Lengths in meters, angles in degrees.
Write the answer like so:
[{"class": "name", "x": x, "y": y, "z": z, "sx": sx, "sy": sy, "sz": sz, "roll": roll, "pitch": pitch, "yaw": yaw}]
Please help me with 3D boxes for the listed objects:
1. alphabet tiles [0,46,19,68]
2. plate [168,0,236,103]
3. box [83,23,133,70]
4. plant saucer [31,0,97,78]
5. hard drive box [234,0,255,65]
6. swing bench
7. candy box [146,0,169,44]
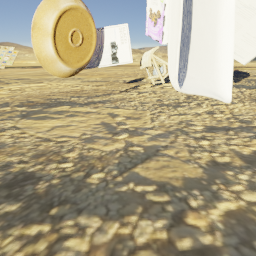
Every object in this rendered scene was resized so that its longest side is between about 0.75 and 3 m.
[{"class": "alphabet tiles", "x": -4.220, "y": -2.372, "z": 9.328, "sx": 0.968, "sy": 0.037, "sz": 1.163, "roll": 4, "pitch": 50, "yaw": -1}, {"class": "plate", "x": 1.475, "y": -2.008, "z": 5.464, "sx": 0.466, "sy": 2.877, "sz": 2.884, "roll": 4, "pitch": 3, "yaw": 35}, {"class": "box", "x": -1.059, "y": -2.842, "z": 9.930, "sx": 2.337, "sy": 1.363, "sz": 0.703, "roll": -7, "pitch": 16, "yaw": 0}, {"class": "plant saucer", "x": -1.706, "y": -2.717, "z": 8.416, "sx": 0.442, "sy": 2.497, "sz": 2.497, "roll": 18, "pitch": 23, "yaw": 33}, {"class": "hard drive box", "x": 3.306, "y": -3.027, "z": 7.528, "sx": 1.805, "sy": 0.889, "sz": 2.316, "roll": 26, "pitch": -31, "yaw": -13}, {"class": "swing bench", "x": 1.028, "y": -2.325, "z": 10.542, "sx": 0.770, "sy": 1.188, "sz": 1.181, "roll": -45, "pitch": 14, "yaw": -5}, {"class": "candy box", "x": 1.157, "y": -3.807, "z": 8.677, "sx": 0.735, "sy": 2.056, "sz": 1.724, "roll": -6, "pitch": 28, "yaw": -12}]
